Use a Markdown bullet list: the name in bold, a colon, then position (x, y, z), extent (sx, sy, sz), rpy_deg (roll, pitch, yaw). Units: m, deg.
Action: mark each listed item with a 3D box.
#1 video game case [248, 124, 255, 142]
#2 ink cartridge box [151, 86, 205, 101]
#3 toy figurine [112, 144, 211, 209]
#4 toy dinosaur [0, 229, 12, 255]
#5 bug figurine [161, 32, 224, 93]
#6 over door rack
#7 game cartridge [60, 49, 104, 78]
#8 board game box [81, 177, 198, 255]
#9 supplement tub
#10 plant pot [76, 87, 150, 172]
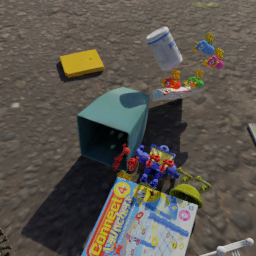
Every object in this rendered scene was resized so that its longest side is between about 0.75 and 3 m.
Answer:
- **video game case**: position (5.034, 0.231, 10.264), extent (0.942, 0.114, 1.035), rpy_deg (-2, 48, -2)
- **ink cartridge box**: position (1.865, -1.421, 10.718), extent (1.418, 1.772, 0.419), rpy_deg (-7, 87, -18)
- **toy figurine**: position (1.170, 1.044, 8.593), extent (2.857, 1.507, 1.711), rpy_deg (23, 38, 10)
- **toy dinosaur**: position (-3.590, 3.055, 7.269), extent (0.841, 0.633, 1.645), rpy_deg (-29, 56, -32)
- **bug figurine**: position (2.451, -2.114, 10.091), extent (1.974, 2.545, 0.655), rpy_deg (4, 51, -39)
- **over door rack**: position (1.831, 3.785, 5.892), extent (2.973, 0.990, 2.197), rpy_deg (-10, 63, -13)
- **game cartridge**: position (-2.192, -3.057, 13.265), extent (1.803, 0.292, 1.590), rpy_deg (-15, 49, -11)
- **board game box**: position (0.346, 2.765, 7.242), extent (2.321, 0.663, 2.371), rpy_deg (16, 59, 15)
- **supplement tub**: position (1.290, -2.809, 9.973), extent (0.870, 1.318, 0.870), rpy_deg (-28, 25, 14)
- **plant pot**: position (-0.284, -0.208, 9.640), extent (1.780, 1.779, 2.518), rpy_deg (19, 44, 17)
